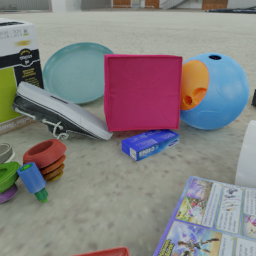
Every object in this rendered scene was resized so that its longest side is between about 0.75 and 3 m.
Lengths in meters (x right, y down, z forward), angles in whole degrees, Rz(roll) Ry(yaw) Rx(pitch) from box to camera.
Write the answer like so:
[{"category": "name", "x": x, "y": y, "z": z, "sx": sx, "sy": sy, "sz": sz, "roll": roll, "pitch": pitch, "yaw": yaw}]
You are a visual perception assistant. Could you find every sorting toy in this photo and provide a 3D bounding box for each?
[{"category": "sorting toy", "x": -1.966, "y": 1.006, "z": 5.520, "sx": 1.965, "sy": 0.807, "sz": 1.181, "roll": -32, "pitch": 24, "yaw": -28}]

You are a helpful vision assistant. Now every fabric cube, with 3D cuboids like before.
[{"category": "fabric cube", "x": 0.302, "y": -1.043, "z": 7.674, "sx": 1.869, "sy": 1.905, "sz": 1.899, "roll": -1, "pitch": 16, "yaw": -8}]

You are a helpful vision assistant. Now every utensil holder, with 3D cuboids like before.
[{"category": "utensil holder", "x": 3.052, "y": 0.693, "z": 5.155, "sx": 1.775, "sy": 1.509, "sz": 1.509, "roll": 13, "pitch": 30, "yaw": 27}]

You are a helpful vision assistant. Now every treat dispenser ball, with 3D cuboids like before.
[{"category": "treat dispenser ball", "x": 2.237, "y": -1.012, "z": 7.828, "sx": 2.111, "sy": 2.111, "sz": 2.111, "roll": 0, "pitch": 27, "yaw": 0}]

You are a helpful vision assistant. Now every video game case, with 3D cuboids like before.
[{"category": "video game case", "x": 1.696, "y": 1.676, "z": 3.731, "sx": 2.348, "sy": 0.589, "sz": 2.590, "roll": 9, "pitch": 22, "yaw": 23}]

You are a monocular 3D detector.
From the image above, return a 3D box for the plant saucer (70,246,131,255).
[{"category": "plant saucer", "x": -0.628, "y": 2.291, "z": 3.319, "sx": 1.657, "sy": 0.304, "sz": 1.654, "roll": -6, "pitch": 28, "yaw": -11}]

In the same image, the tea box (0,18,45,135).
[{"category": "tea box", "x": -4.033, "y": -1.330, "z": 7.619, "sx": 1.907, "sy": 2.808, "sz": 2.855, "roll": 21, "pitch": 34, "yaw": 36}]

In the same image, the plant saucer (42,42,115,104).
[{"category": "plant saucer", "x": -1.701, "y": -2.000, "z": 10.290, "sx": 2.871, "sy": 0.393, "sz": 2.871, "roll": -2, "pitch": 61, "yaw": 3}]

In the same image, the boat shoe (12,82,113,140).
[{"category": "boat shoe", "x": -1.769, "y": -0.203, "z": 7.429, "sx": 2.762, "sy": 0.943, "sz": 1.020, "roll": 26, "pitch": 12, "yaw": -6}]

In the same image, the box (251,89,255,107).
[{"category": "box", "x": 5.147, "y": -0.918, "z": 9.210, "sx": 1.152, "sy": 0.644, "sz": 1.632, "roll": -19, "pitch": 33, "yaw": -38}]

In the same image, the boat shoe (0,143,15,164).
[{"category": "boat shoe", "x": -3.405, "y": 0.734, "z": 6.042, "sx": 0.696, "sy": 0.582, "sz": 1.949, "roll": 22, "pitch": 34, "yaw": 36}]

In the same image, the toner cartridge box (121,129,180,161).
[{"category": "toner cartridge box", "x": 0.577, "y": 0.366, "z": 7.076, "sx": 1.381, "sy": 0.298, "sz": 0.656, "roll": -18, "pitch": 32, "yaw": -31}]
